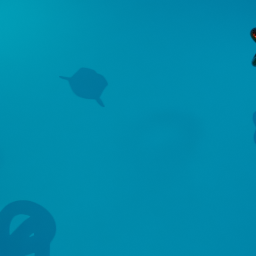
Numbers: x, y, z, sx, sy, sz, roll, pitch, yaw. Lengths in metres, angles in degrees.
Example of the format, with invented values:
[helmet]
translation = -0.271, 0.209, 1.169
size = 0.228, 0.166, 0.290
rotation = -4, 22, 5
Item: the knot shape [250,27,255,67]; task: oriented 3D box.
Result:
[knot shape]
translation = 3.013, -1.796, 5.764
size = 1.253, 0.579, 1.172
rotation = -26, 35, 10
